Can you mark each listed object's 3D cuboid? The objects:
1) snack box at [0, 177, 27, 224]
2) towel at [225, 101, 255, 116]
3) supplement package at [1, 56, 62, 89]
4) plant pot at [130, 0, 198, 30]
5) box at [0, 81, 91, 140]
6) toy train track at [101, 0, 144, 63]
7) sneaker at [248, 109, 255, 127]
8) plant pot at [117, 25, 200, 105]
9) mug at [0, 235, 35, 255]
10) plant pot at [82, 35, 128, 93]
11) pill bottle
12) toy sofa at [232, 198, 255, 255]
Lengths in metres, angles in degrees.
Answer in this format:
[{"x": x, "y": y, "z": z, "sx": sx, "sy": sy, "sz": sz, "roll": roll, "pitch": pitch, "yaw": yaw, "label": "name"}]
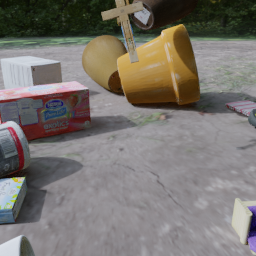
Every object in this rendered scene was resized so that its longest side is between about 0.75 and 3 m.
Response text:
[{"x": -2.446, "y": 1.351, "z": 5.257, "sx": 0.862, "sy": 0.346, "sz": 1.022, "roll": -3, "pitch": 23, "yaw": -5, "label": "snack box"}, {"x": 4.548, "y": -0.722, "z": 10.561, "sx": 1.129, "sy": 0.231, "sz": 1.543, "roll": -7, "pitch": 21, "yaw": -17, "label": "towel"}, {"x": -4.404, "y": -2.356, "z": 12.812, "sx": 2.713, "sy": 1.486, "sz": 1.543, "roll": 20, "pitch": 29, "yaw": 39, "label": "supplement package"}, {"x": 0.960, "y": -3.877, "z": 8.654, "sx": 1.762, "sy": 1.762, "sz": 1.886, "roll": 18, "pitch": 52, "yaw": 37, "label": "plant pot"}, {"x": -2.610, "y": -0.573, "z": 8.644, "sx": 2.654, "sy": 1.362, "sz": 1.256, "roll": -13, "pitch": 26, "yaw": -27, "label": "box"}, {"x": -0.035, "y": -2.289, "z": 6.412, "sx": 0.942, "sy": 1.643, "sz": 0.267, "roll": -14, "pitch": 0, "yaw": 2, "label": "toy train track"}, {"x": 5.068, "y": -0.532, "z": 8.937, "sx": 2.837, "sy": 1.056, "sz": 1.200, "roll": -12, "pitch": 25, "yaw": -26, "label": "sneaker"}, {"x": 1.124, "y": -2.203, "z": 11.072, "sx": 2.732, "sy": 2.984, "sz": 2.984, "roll": -13, "pitch": 21, "yaw": 8, "label": "plant pot"}, {"x": -1.563, "y": 1.941, "z": 3.011, "sx": 1.085, "sy": 1.059, "sz": 1.322, "roll": -15, "pitch": 19, "yaw": -14, "label": "mug"}, {"x": -0.745, "y": -2.796, "z": 13.250, "sx": 2.403, "sy": 2.403, "sz": 2.579, "roll": -8, "pitch": 37, "yaw": -18, "label": "plant pot"}, {"x": -3.278, "y": 0.655, "z": 5.883, "sx": 2.105, "sy": 1.165, "sz": 1.165, "roll": -20, "pitch": 30, "yaw": -40, "label": "pill bottle"}, {"x": 2.508, "y": 1.517, "z": 4.530, "sx": 1.441, "sy": 0.597, "sz": 0.703, "roll": -2, "pitch": 21, "yaw": -6, "label": "toy sofa"}]
